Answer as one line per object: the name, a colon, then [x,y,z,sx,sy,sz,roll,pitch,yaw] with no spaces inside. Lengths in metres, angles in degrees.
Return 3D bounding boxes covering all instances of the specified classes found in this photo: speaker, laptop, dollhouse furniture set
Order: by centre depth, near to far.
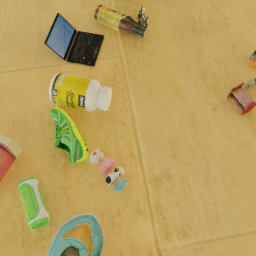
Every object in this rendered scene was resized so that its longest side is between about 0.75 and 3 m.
speaker: [-3.157,2.482,9.368,0.717,0.717,1.620,-23,66,-10]
dollhouse furniture set: [5.003,-1.429,11.097,1.860,0.756,1.001,-30,69,-12]
laptop: [-2.235,-3.803,12.052,2.015,1.041,1.786,12,67,5]

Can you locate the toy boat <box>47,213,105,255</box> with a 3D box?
toy boat: [-1.070,3.847,8.458,2.715,1.262,2.282,18,66,8]

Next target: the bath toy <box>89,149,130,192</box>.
bath toy: [-0.701,1.394,9.912,0.764,0.649,1.756,-38,70,-15]

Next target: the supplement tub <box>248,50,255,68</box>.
supplement tub: [5.521,-3.001,11.979,0.511,0.511,0.835,36,71,15]

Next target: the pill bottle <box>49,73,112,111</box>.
pill bottle: [-1.793,-1.329,10.802,2.194,1.229,1.229,13,66,8]

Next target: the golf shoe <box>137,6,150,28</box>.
golf shoe: [0.728,-5.129,13.046,0.529,0.464,1.201,10,68,-17]

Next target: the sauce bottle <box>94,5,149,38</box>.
sauce bottle: [-0.288,-4.770,12.641,2.518,0.831,0.831,26,68,9]

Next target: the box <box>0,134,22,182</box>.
box: [-4.876,1.136,9.804,1.213,1.034,1.898,23,68,11]

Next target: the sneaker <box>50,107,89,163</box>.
sneaker: [-2.346,0.223,10.304,1.010,0.895,2.416,-29,69,-17]
